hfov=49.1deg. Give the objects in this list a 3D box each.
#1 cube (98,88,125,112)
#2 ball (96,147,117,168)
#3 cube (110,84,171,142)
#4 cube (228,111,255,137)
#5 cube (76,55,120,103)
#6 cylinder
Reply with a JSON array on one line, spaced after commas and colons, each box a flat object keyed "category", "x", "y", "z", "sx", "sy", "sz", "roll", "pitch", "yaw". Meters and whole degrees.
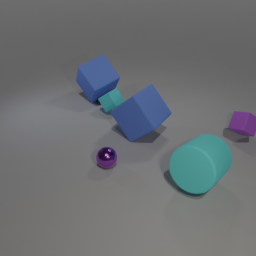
[{"category": "cube", "x": -0.726, "y": -1.219, "z": 12.325, "sx": 0.700, "sy": 0.700, "sz": 0.700, "roll": -24, "pitch": 9, "yaw": 40}, {"category": "ball", "x": -0.705, "y": 0.969, "z": 9.219, "sx": 0.700, "sy": 0.700, "sz": 0.700, "roll": 0, "pitch": 31, "yaw": 0}, {"category": "cube", "x": 0.495, "y": -0.575, "z": 10.565, "sx": 1.400, "sy": 1.400, "sz": 1.400, "roll": -30, "pitch": 7, "yaw": 43}, {"category": "cube", "x": 4.284, "y": -0.160, "z": 10.345, "sx": 0.700, "sy": 0.700, "sz": 0.700, "roll": 23, "pitch": -4, "yaw": -30}, {"category": "cube", "x": -1.442, "y": -2.284, "z": 13.139, "sx": 1.400, "sy": 1.400, "sz": 1.400, "roll": -32, "pitch": 82, "yaw": -22}, {"category": "cylinder", "x": 2.130, "y": 1.010, "z": 8.198, "sx": 1.400, "sy": 1.400, "sz": 1.400, "roll": 22, "pitch": 25, "yaw": 32}]
